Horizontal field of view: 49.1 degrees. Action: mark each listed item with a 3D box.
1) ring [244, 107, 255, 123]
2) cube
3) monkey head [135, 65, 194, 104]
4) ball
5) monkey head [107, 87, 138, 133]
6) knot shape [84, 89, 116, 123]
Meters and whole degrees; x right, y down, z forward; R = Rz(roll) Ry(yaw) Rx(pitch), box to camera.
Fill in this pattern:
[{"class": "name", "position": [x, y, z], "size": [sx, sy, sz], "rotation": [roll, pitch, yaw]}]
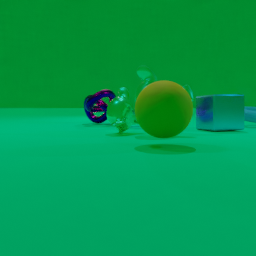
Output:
[{"class": "ring", "position": [4.475, -0.424, 9.311], "size": [1.839, 0.368, 1.839], "rotation": [4, 12, -1]}, {"class": "cube", "position": [2.545, -0.431, 7.811], "size": [0.953, 0.953, 0.953], "rotation": [-2, 3, -16]}, {"class": "monkey head", "position": [0.793, -0.651, 6.406], "size": [1.232, 1.713, 1.032], "rotation": [-23, -18, 27]}, {"class": "ball", "position": [0.603, -0.311, 4.753], "size": [0.975, 0.975, 0.975], "rotation": [0, 4, 0]}, {"class": "monkey head", "position": [-0.021, -0.382, 6.910], "size": [0.975, 0.816, 1.355], "rotation": [-4, 47, 16]}, {"class": "knot shape", "position": [-0.933, -0.803, 10.238], "size": [1.776, 0.821, 1.662], "rotation": [9, -23, 13]}]
